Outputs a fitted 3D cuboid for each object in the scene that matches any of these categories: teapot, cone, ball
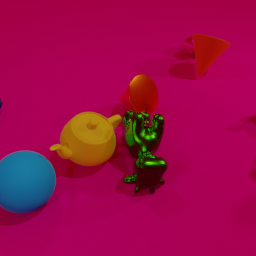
[{"bbox_3d":[2.416,-2.848,9.745,1.434,0.702,0.892,-11,11,7],"label":"teapot"},{"bbox_3d":[0.072,-0.823,7.549,1.072,1.068,1.068,-5,30,48],"label":"cone"},{"bbox_3d":[-1.988,1.023,5.369,1.174,1.174,1.174,0,44,0],"label":"ball"},{"bbox_3d":[-0.870,0.192,6.046,1.229,0.968,1.977,44,48,19],"label":"teapot"},{"bbox_3d":[2.386,-2.145,8.698,1.184,1.188,1.184,15,12,-3],"label":"cone"}]

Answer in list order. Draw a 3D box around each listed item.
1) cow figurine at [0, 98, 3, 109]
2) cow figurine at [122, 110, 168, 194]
[{"bbox_3d":[-3.924,-0.414,7.334,1.056,1.039,0.580,14,22,-41],"label":"cow figurine"},{"bbox_3d":[0.301,0.481,6.153,0.933,1.673,1.700,5,5,-17],"label":"cow figurine"}]
